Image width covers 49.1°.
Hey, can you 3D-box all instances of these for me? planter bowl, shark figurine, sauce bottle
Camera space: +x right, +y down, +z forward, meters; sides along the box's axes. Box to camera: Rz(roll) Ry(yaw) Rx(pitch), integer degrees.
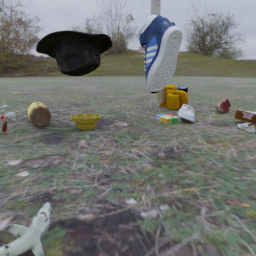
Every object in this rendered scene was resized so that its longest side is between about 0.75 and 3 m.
[{"bbox_3d":[-1.687,-0.234,11.306,1.250,0.521,1.250,0,14,0],"label":"planter bowl"},{"bbox_3d":[-1.614,1.632,4.028,1.290,0.771,0.538,-18,-11,-3],"label":"shark figurine"},{"bbox_3d":[-4.070,-0.739,12.568,0.913,0.913,2.764,-6,16,-24],"label":"sauce bottle"}]

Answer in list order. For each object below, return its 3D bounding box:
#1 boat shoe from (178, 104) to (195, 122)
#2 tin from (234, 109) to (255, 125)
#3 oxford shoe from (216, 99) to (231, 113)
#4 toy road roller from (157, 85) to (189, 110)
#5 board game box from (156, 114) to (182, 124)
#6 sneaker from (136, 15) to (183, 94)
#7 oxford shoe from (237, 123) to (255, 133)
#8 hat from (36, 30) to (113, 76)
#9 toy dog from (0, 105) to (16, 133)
[{"bbox_3d":[2.760,-0.746,12.925,0.684,0.625,1.902,23,12,1],"label":"boat shoe"},{"bbox_3d":[5.441,-0.355,11.499,1.375,0.514,2.455,11,10,-18],"label":"tin"},{"bbox_3d":[5.070,-1.090,15.156,0.654,0.616,1.748,-27,0,35],"label":"oxford shoe"},{"bbox_3d":[2.466,-1.692,16.017,2.001,1.230,1.461,8,27,29],"label":"toy road roller"},{"bbox_3d":[1.843,-0.429,12.779,0.792,0.209,1.035,-5,15,-22],"label":"board game box"},{"bbox_3d":[0.986,-3.025,11.155,1.115,2.767,2.026,-9,41,-32],"label":"sneaker"},{"bbox_3d":[4.716,-0.068,11.104,0.393,0.302,1.046,-4,13,-7],"label":"oxford shoe"},{"bbox_3d":[-1.956,-2.632,10.705,2.914,1.176,2.914,-8,-4,0],"label":"hat"},{"bbox_3d":[-4.773,-0.100,10.293,1.447,0.697,0.954,-35,-16,-17],"label":"toy dog"}]
